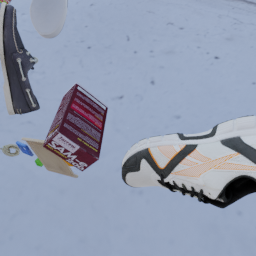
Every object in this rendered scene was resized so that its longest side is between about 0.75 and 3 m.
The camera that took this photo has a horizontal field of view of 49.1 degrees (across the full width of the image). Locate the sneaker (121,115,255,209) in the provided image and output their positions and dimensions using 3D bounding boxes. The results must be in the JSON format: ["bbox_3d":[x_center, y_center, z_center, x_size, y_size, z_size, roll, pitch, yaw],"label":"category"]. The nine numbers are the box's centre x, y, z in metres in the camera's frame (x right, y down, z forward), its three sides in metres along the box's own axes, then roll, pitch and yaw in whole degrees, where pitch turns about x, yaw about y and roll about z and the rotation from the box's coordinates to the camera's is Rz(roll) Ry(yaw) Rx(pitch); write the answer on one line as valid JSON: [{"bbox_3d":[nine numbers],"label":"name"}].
[{"bbox_3d":[1.009,0.689,4.460,2.843,1.048,1.137,-18,53,35],"label":"sneaker"}]

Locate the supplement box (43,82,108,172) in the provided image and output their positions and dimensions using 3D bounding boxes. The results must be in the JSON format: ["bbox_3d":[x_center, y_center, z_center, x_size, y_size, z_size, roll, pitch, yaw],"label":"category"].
[{"bbox_3d":[-0.541,-0.047,3.137,0.522,0.292,0.960,38,31,-23],"label":"supplement box"}]

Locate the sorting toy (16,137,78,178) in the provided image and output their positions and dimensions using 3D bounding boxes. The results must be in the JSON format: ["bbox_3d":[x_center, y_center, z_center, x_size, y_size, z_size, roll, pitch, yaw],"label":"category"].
[{"bbox_3d":[-1.166,0.418,4.312,1.448,0.815,0.197,4,45,42],"label":"sorting toy"}]

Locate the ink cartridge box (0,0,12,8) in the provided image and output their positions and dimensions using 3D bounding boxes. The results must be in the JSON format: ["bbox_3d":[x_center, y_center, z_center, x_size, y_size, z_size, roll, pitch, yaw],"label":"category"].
[{"bbox_3d":[-3.854,-4.069,8.332,0.826,1.384,0.290,33,40,-32],"label":"ink cartridge box"}]

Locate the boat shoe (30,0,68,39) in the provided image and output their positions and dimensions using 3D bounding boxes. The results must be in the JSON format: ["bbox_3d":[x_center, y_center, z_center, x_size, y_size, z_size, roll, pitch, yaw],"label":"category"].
[{"bbox_3d":[-1.781,-3.054,6.576,0.850,0.777,2.364,-12,73,6],"label":"boat shoe"}]

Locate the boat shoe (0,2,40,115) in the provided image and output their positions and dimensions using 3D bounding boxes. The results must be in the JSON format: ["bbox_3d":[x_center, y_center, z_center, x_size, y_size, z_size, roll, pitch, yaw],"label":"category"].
[{"bbox_3d":[-1.856,-1.131,4.856,0.597,1.904,0.692,-2,27,-15],"label":"boat shoe"}]

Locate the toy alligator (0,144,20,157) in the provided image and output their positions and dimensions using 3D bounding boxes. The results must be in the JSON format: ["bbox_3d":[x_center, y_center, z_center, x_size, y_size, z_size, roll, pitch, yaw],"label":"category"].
[{"bbox_3d":[-2.953,0.064,5.131,2.041,0.605,0.554,19,14,-13],"label":"toy alligator"}]
